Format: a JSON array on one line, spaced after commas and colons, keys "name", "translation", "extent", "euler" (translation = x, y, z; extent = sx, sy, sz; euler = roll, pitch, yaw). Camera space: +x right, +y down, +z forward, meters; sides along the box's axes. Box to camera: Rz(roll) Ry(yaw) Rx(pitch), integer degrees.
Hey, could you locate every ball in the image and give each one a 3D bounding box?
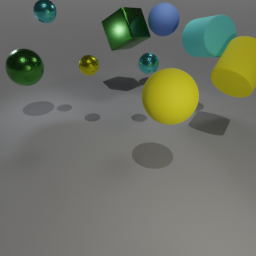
[{"name": "ball", "translation": [1.045, -0.780, 6.989], "extent": [1.400, 1.400, 1.400], "euler": [0, 29, 0]}, {"name": "ball", "translation": [1.595, -4.841, 12.544], "extent": [1.400, 1.400, 1.400], "euler": [0, 29, 0]}, {"name": "ball", "translation": [0.688, -2.154, 9.363], "extent": [0.700, 0.700, 0.700], "euler": [0, 29, 0]}, {"name": "ball", "translation": [-2.581, -3.636, 8.721], "extent": [0.700, 0.700, 0.700], "euler": [0, 29, 0]}, {"name": "ball", "translation": [-3.928, -2.310, 10.700], "extent": [1.400, 1.400, 1.400], "euler": [0, 29, 0]}, {"name": "ball", "translation": [-1.319, -2.119, 9.495], "extent": [0.700, 0.700, 0.700], "euler": [0, 29, 0]}]

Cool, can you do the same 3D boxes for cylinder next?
[{"name": "cylinder", "translation": [2.929, -3.307, 10.216], "extent": [1.400, 1.400, 1.400], "euler": [-12, 18, -20]}, {"name": "cylinder", "translation": [3.601, -1.943, 9.004], "extent": [1.400, 1.400, 1.400], "euler": [23, 71, 35]}]

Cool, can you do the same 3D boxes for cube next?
[{"name": "cube", "translation": [-0.078, -4.477, 12.719], "extent": [1.400, 1.400, 1.400], "euler": [-16, 5, 43]}]
